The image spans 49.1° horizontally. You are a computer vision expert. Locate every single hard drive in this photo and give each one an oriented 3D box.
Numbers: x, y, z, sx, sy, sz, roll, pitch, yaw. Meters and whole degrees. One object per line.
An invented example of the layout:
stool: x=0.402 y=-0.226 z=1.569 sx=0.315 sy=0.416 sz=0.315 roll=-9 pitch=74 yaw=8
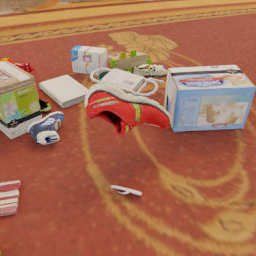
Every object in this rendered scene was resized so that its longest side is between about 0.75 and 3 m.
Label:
hard drive: x=-2.547 y=-1.544 z=11.393 sx=1.358 sy=0.270 sz=2.059 roll=-25 pitch=42 yaw=-30

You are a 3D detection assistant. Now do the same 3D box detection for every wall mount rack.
wall mount rack: x=0.057 y=-1.694 z=10.852 sx=2.837 sy=1.058 sz=2.465 roll=21 pitch=52 yaw=26

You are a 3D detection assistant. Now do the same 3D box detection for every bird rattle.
bird rattle: x=-5.306 y=-2.708 z=12.262 sx=2.458 sy=1.385 sz=2.004 roll=-1 pitch=20 yaw=-6

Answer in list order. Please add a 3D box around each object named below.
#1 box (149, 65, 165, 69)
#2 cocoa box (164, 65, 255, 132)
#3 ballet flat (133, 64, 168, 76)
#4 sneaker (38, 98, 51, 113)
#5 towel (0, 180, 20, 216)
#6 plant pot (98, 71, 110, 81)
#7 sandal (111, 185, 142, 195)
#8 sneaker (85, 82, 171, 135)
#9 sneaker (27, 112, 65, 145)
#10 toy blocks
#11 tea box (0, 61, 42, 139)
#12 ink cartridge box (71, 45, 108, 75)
box: x=1.359 y=-2.820 z=13.249 sx=0.758 sy=0.157 sz=0.451 roll=5 pitch=36 yaw=3
cocoa box: x=2.625 y=-1.007 z=9.454 sx=2.490 sy=1.660 sz=1.634 roll=-3 pitch=36 yaw=-4
ballet flat: x=1.049 y=-2.624 z=12.673 sx=1.619 sy=0.505 sz=0.546 roll=-5 pitch=36 yaw=-8
sneaker: x=-3.303 y=-0.918 z=10.353 sx=1.143 sy=0.473 sz=0.410 roll=16 pitch=39 yaw=21
towel: x=-3.115 y=1.753 z=6.968 sx=0.766 sy=0.121 sz=1.064 roll=-7 pitch=37 yaw=-10
plant pot: x=-0.735 y=-1.856 z=11.498 sx=0.965 sy=0.647 sz=0.965 roll=0 pitch=37 yaw=0
sandal: x=-0.065 y=1.617 z=7.089 sx=0.820 sy=0.334 sz=0.202 roll=11 pitch=78 yaw=13
sneaker: x=0.004 y=-0.284 z=7.637 sx=2.619 sy=1.008 sz=1.112 roll=16 pitch=65 yaw=-26
sneaker: x=-2.389 y=0.068 z=9.015 sx=1.022 sy=0.562 sz=1.396 roll=35 pitch=44 yaw=27
toy blocks: x=-0.124 y=-3.220 z=13.265 sx=2.048 sy=1.023 sz=1.400 roll=-16 pitch=28 yaw=-21
tea box: x=-3.956 y=-0.988 z=9.274 sx=1.881 sy=1.850 sz=1.257 roll=30 pitch=45 yaw=34
ink cartridge box: x=-1.744 y=-3.080 z=12.786 sx=1.523 sy=1.101 sz=0.645 roll=8 pitch=37 yaw=11
